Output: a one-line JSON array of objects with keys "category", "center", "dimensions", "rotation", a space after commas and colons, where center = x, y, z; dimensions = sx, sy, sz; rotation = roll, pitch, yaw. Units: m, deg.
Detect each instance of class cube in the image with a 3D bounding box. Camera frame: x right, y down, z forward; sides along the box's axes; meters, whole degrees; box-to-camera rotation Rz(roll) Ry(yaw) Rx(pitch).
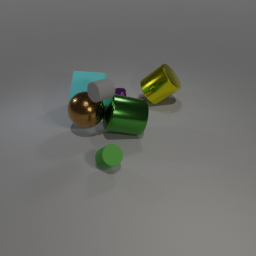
[{"category": "cube", "center": [-1.615, -1.537, 12.252], "dimensions": [1.400, 1.400, 1.400], "rotation": [6, -11, 9]}]

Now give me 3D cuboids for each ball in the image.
[{"category": "ball", "center": [-1.582, -0.692, 10.630], "dimensions": [1.400, 1.400, 1.400], "rotation": [0, 31, 0]}]

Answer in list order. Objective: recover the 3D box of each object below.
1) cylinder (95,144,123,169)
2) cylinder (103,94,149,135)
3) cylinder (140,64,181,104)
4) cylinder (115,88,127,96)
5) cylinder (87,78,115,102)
[{"category": "cylinder", "center": [-0.612, 0.914, 8.942], "dimensions": [0.700, 0.700, 0.700], "rotation": [-19, -5, -29]}, {"category": "cylinder", "center": [-0.113, -0.501, 10.673], "dimensions": [1.400, 1.400, 1.400], "rotation": [9, 28, -19]}, {"category": "cylinder", "center": [1.527, -2.046, 13.133], "dimensions": [1.400, 1.400, 1.400], "rotation": [-33, 17, 29]}, {"category": "cylinder", "center": [-0.413, -1.454, 13.284], "dimensions": [0.700, 0.700, 0.700], "rotation": [-4, 32, 3]}, {"category": "cylinder", "center": [-0.911, -1.286, 9.537], "dimensions": [0.700, 0.700, 0.700], "rotation": [-23, 37, -40]}]
